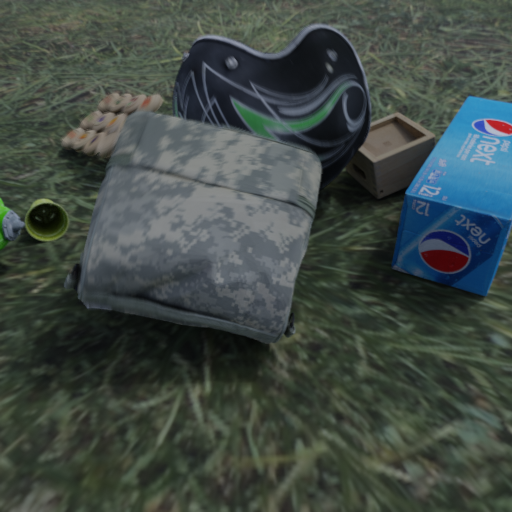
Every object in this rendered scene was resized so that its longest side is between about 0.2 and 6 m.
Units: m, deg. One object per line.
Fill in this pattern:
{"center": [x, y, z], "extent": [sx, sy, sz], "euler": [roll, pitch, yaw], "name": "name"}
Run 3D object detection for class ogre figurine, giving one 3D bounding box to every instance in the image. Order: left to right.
{"center": [-4.485, -0.491, 8.143], "extent": [1.643, 1.345, 2.741], "euler": [-36, 36, -23], "name": "ogre figurine"}

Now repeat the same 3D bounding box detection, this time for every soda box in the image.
{"center": [3.549, -1.188, 9.033], "extent": [1.414, 1.338, 4.169], "euler": [18, 40, 23], "name": "soda box"}

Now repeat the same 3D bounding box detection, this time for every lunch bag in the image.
{"center": [-0.713, -0.225, 6.938], "extent": [2.715, 1.892, 2.277], "euler": [14, 60, -7], "name": "lunch bag"}

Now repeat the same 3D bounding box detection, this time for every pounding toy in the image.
{"center": [2.459, -1.845, 10.357], "extent": [1.440, 1.112, 1.564], "euler": [-23, 39, -8], "name": "pounding toy"}

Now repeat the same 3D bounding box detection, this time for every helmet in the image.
{"center": [0.124, -2.220, 9.087], "extent": [2.809, 2.947, 2.947], "euler": [-28, 44, -21], "name": "helmet"}

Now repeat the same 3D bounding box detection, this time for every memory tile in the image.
{"center": [-2.850, -2.581, 10.860], "extent": [2.167, 0.182, 1.661], "euler": [19, 64, 46], "name": "memory tile"}

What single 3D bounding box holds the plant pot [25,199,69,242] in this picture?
{"center": [-3.377, -0.629, 8.968], "extent": [0.650, 0.650, 0.597], "euler": [-16, 27, -20], "name": "plant pot"}
